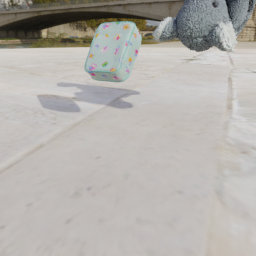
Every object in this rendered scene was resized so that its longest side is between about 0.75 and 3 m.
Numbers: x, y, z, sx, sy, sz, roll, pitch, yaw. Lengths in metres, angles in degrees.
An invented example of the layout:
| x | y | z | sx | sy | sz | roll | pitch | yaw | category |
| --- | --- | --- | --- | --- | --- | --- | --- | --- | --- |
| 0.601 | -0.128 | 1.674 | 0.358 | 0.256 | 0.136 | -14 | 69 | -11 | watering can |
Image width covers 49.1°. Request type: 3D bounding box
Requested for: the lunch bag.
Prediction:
| x | y | z | sx | sy | sz | roll | pitch | yaw | category |
| --- | --- | --- | --- | --- | --- | --- | --- | --- | --- |
| -0.434 | -2.119 | 7.757 | 1.371 | 1.710 | 0.659 | 7 | -20 | 30 | lunch bag |

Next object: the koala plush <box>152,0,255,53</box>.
| x | y | z | sx | sy | sz | roll | pitch | yaw | category |
| --- | --- | --- | --- | --- | --- | --- | --- | --- | --- |
| 2.192 | -3.066 | 7.641 | 2.512 | 2.603 | 2.833 | 18 | 53 | 20 | koala plush |
